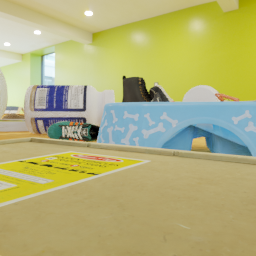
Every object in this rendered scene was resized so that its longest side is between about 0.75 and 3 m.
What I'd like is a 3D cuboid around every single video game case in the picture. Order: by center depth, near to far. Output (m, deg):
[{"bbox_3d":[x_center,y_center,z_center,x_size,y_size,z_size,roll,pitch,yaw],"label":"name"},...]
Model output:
[{"bbox_3d":[-2.854,-0.089,7.727,2.343,0.268,2.133,0,3,-22],"label":"video game case"}]

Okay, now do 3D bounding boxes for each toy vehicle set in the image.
[{"bbox_3d":[-0.359,0.297,1.336,2.186,0.290,1.358,3,5,36],"label":"toy vehicle set"}]

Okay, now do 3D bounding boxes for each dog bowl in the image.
[{"bbox_3d":[0.849,0.010,3.317,2.530,0.627,1.410,1,3,10],"label":"dog bowl"}]

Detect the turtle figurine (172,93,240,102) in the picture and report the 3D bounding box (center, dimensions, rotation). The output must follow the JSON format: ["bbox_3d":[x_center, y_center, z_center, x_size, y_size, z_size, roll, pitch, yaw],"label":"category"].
[{"bbox_3d":[2.544,-0.411,8.474,2.009,0.802,2.491,7,-11,-39],"label":"turtle figurine"}]

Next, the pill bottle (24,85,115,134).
[{"bbox_3d":[-1.237,-0.413,6.262,1.881,1.089,1.089,0,4,-4],"label":"pill bottle"}]

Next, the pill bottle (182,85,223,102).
[{"bbox_3d":[2.954,-0.905,10.937,1.461,1.461,2.559,1,4,21],"label":"pill bottle"}]

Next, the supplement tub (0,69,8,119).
[{"bbox_3d":[-2.860,-0.578,4.647,1.605,1.605,2.208,-2,4,-23],"label":"supplement tub"}]

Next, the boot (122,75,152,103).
[{"bbox_3d":[0.856,-1.246,11.706,2.966,2.052,1.149,3,5,31],"label":"boot"}]

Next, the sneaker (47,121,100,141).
[{"bbox_3d":[-0.836,0.052,4.710,0.987,0.352,0.394,-1,-1,-31],"label":"sneaker"}]

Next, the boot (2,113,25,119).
[{"bbox_3d":[-3.711,-0.225,9.828,1.184,0.428,0.985,-3,-8,-13],"label":"boot"}]

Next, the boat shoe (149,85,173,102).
[{"bbox_3d":[1.143,-0.908,10.496,0.860,0.914,2.545,-21,32,0],"label":"boat shoe"}]

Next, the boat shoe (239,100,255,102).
[{"bbox_3d":[5.187,-0.648,10.570,2.818,1.067,1.012,4,4,30],"label":"boat shoe"}]
